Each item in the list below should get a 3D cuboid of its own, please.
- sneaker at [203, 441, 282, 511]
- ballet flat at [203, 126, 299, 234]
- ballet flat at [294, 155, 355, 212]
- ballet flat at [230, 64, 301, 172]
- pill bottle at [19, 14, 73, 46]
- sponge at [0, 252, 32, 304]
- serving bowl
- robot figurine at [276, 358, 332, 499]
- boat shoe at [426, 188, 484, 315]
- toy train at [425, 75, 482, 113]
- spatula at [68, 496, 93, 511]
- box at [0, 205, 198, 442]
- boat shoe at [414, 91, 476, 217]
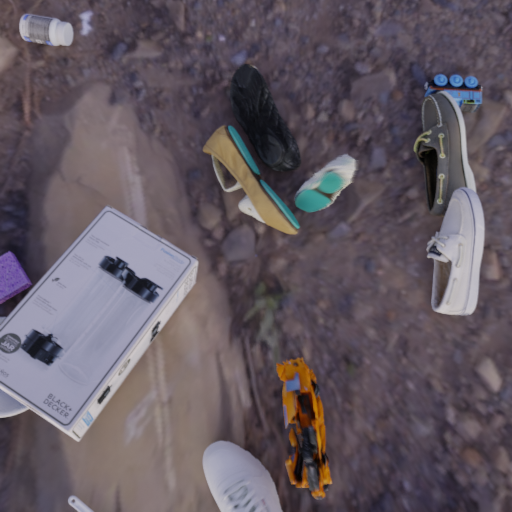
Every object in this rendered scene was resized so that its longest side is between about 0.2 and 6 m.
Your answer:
[{"bbox_3d":[-0.026,3.582,7.697,0.861,0.908,2.255,-33,75,-4],"label":"sneaker"},{"bbox_3d":[-0.129,-1.180,9.701,0.741,0.807,2.350,-36,74,13],"label":"ballet flat"},{"bbox_3d":[1.168,-1.187,9.193,0.582,1.622,0.582,5,75,-19],"label":"ballet flat"},{"bbox_3d":[0.116,-2.523,10.315,0.802,0.685,2.412,-33,65,29],"label":"ballet flat"},{"bbox_3d":[-4.098,-4.406,10.973,0.891,0.507,0.507,11,70,5],"label":"pill bottle"},{"bbox_3d":[-4.459,0.526,9.291,1.250,0.186,0.698,-33,73,-11],"label":"sponge"},{"bbox_3d":[-3.859,1.730,8.559,1.526,0.502,1.526,10,62,-18],"label":"serving bowl"},{"bbox_3d":[0.698,2.478,8.009,0.542,1.349,1.860,-11,65,12],"label":"robot figurine"},{"bbox_3d":[3.116,-0.075,8.968,0.717,0.728,2.053,2,95,-11],"label":"boat shoe"},{"bbox_3d":[3.698,-3.035,10.501,1.057,0.458,0.604,4,75,2],"label":"toy train"},{"bbox_3d":[-2.233,4.338,7.911,1.809,0.145,1.258,33,78,13],"label":"spatula"},{"bbox_3d":[-2.440,0.937,8.461,1.801,0.928,3.088,30,64,7],"label":"box"},{"bbox_3d":[3.206,-1.812,9.813,0.715,0.855,2.393,-4,73,-7],"label":"boat shoe"}]
